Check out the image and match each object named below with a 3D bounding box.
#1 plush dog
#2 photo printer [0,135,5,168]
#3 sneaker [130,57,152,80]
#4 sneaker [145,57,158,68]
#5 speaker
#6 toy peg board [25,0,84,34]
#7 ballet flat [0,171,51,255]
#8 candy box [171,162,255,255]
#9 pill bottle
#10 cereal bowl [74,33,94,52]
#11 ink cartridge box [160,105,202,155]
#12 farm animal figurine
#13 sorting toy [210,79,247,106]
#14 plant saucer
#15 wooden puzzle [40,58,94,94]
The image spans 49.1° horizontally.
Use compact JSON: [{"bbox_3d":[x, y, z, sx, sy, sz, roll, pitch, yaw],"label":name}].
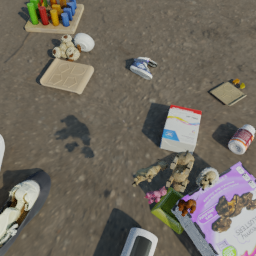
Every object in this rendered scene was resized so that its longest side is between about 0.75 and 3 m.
[{"bbox_3d":[-2.772,-3.594,13.224,1.053,0.983,1.226,36,88,8],"label":"plush dog"},{"bbox_3d":[-4.417,1.636,8.127,1.003,2.404,2.889,17,48,-27],"label":"photo printer"},{"bbox_3d":[0.778,-2.777,12.575,1.245,0.502,0.912,32,76,29],"label":"sneaker"},{"bbox_3d":[1.040,-3.092,13.050,0.828,0.305,0.331,29,48,16],"label":"sneaker"},{"bbox_3d":[0.093,3.779,7.396,0.837,0.837,2.062,18,54,13],"label":"speaker"},{"bbox_3d":[-3.972,-6.390,14.973,2.629,1.291,2.640,5,53,4],"label":"toy peg board"},{"bbox_3d":[-3.270,2.416,8.318,1.090,1.090,2.984,20,54,14],"label":"ballet flat"},{"bbox_3d":[3.098,2.797,7.849,2.429,1.036,2.896,-26,63,-19],"label":"candy box"},{"bbox_3d":[4.151,0.386,10.148,0.624,0.624,1.104,33,59,23],"label":"pill bottle"},{"bbox_3d":[-2.133,-4.010,13.350,0.988,0.988,0.411,12,61,9],"label":"cereal bowl"},{"bbox_3d":[2.016,-0.107,10.470,1.212,0.701,2.086,13,53,9],"label":"ink cartridge box"},{"bbox_3d":[1.000,1.067,6.111,1.497,1.481,0.781,33,30,10],"label":"farm animal figurine"},{"bbox_3d":[4.410,-1.536,11.927,1.550,0.208,1.155,-29,53,-21],"label":"sorting toy"},{"bbox_3d":[1.480,2.498,8.734,1.122,0.269,1.120,34,59,23],"label":"plant saucer"},{"bbox_3d":[-2.641,-2.240,12.340,1.860,0.431,1.723,16,54,6],"label":"wooden puzzle"}]
